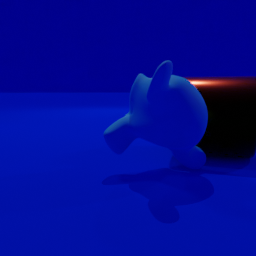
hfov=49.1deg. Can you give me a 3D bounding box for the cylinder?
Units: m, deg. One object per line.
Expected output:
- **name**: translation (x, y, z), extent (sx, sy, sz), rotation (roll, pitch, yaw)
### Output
- **cylinder**: translation (1.314, -0.181, 4.317), extent (1.202, 1.202, 1.202), rotation (3, 8, 19)

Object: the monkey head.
- **monkey head**: translation (0.351, -0.051, 3.324), extent (1.149, 1.597, 0.962), rotation (-42, 39, -16)
